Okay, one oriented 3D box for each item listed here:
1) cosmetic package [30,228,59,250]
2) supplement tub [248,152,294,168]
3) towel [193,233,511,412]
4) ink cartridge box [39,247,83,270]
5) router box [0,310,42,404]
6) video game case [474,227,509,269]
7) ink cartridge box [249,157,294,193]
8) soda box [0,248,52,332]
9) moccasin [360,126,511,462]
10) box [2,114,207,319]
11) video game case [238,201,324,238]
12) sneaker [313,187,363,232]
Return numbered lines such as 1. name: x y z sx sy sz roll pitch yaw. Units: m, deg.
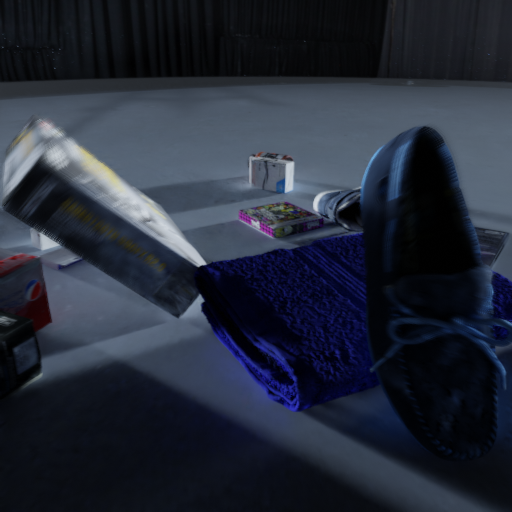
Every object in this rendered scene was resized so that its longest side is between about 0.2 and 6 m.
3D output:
1. cosmetic package: -4.147 -0.378 11.060 0.372 0.372 0.451 18 28 38
2. supplement tub: 0.393 -2.622 16.092 1.283 0.686 0.686 15 27 31
3. towel: 1.455 0.731 7.810 3.993 0.989 2.948 -11 31 -25
4. ink cartridge box: -3.471 0.040 10.332 0.765 0.155 0.763 15 27 32
5. router box: -4.328 1.236 6.491 2.811 0.873 2.106 10 25 23
6. video game case: 3.946 -0.205 10.894 1.496 0.199 2.095 13 27 29
7. ink cartridge box: 0.288 -2.160 14.818 1.352 0.784 0.459 13 23 29
8. soda box: -4.557 0.403 8.183 3.168 1.109 1.005 11 26 25
9. moccasin: 1.660 0.335 5.582 1.354 3.366 1.148 -11 -13 -9
10. box: -2.530 -0.795 9.124 2.974 0.908 3.755 37 4 -30
11. video game case: 0.527 -0.814 12.266 1.315 0.260 1.451 -13 26 -29
12. sneaker: 2.549 -1.120 12.004 2.272 0.864 1.642 -14 14 -9
